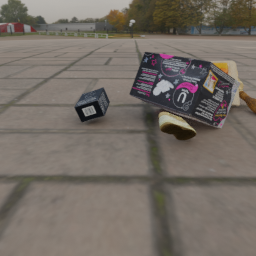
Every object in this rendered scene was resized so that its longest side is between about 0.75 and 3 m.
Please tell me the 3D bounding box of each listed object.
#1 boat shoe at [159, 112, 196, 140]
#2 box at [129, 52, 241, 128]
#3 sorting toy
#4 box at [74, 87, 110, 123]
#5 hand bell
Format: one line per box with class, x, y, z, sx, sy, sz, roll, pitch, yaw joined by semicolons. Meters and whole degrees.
boat shoe;1.247;-0.059;6.965;0.517;0.464;1.397;-31;-33;27
box;1.637;-1.167;8.551;1.753;1.522;2.653;17;7;-42
sorting toy;2.895;-1.656;9.947;2.028;0.370;1.877;3;64;6
box;-1.082;-0.728;8.644;0.780;0.563;1.051;-16;27;15
hand bell;4.087;-1.162;9.989;1.271;1.271;2.440;-7;38;-18
